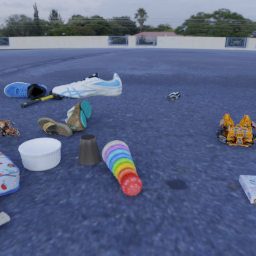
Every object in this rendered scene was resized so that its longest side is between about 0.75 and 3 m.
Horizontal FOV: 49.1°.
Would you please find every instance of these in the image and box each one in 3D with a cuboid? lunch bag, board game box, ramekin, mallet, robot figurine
[{"bbox_3d":[-3.862,1.243,7.423,1.503,0.709,1.876,-15,25,-43],"label":"lunch bag"},{"bbox_3d":[3.575,1.595,7.271,1.053,0.217,1.050,2,21,5],"label":"board game box"},{"bbox_3d":[-2.714,0.824,8.760,1.260,0.614,1.260,0,21,0],"label":"ramekin"},{"bbox_3d":[-4.822,-1.604,15.531,0.836,0.523,2.540,20,32,41],"label":"mallet"},{"bbox_3d":[4.194,0.068,10.731,1.593,0.639,2.197,4,21,15],"label":"robot figurine"}]

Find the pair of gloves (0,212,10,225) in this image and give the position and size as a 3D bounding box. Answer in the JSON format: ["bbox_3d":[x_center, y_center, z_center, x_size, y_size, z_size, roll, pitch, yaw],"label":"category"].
[{"bbox_3d":[-3.240,2.080,6.029,1.137,0.199,0.967,10,26,30],"label":"pair of gloves"}]

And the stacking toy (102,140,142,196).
[{"bbox_3d":[-0.140,1.137,7.792,0.852,0.852,1.996,-6,26,-14],"label":"stacking toy"}]

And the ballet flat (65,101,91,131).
[{"bbox_3d":[-2.227,-0.500,12.220,0.973,0.912,2.689,-18,24,6],"label":"ballet flat"}]

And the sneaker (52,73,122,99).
[{"bbox_3d":[-1.576,-1.616,10.834,2.670,0.968,0.959,-6,10,-6],"label":"sneaker"}]

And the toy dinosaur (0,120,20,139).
[{"bbox_3d":[-4.758,0.013,10.344,1.422,0.965,0.726,39,-3,-14],"label":"toy dinosaur"}]

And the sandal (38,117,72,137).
[{"bbox_3d":[-2.966,0.032,11.013,1.729,0.694,0.467,16,47,27],"label":"sandal"}]

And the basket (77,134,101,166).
[{"bbox_3d":[-1.232,0.676,8.831,0.760,0.843,0.573,-6,21,-16],"label":"basket"}]

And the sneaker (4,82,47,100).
[{"bbox_3d":[-5.934,-2.153,16.222,2.403,0.922,1.337,1,11,-17],"label":"sneaker"}]

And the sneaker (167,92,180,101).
[{"bbox_3d":[2.573,-1.808,16.189,0.461,0.425,1.153,0,11,40],"label":"sneaker"}]
